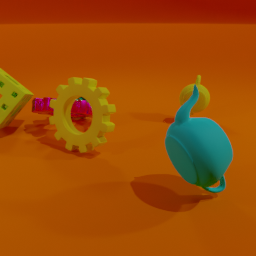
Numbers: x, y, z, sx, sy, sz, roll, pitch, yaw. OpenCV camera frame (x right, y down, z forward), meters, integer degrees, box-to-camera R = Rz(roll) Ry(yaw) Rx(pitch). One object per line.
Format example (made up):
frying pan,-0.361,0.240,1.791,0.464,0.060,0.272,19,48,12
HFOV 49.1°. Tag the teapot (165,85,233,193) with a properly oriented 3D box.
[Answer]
teapot,1.121,0.257,4.339,0.877,1.791,1.114,-27,15,-13

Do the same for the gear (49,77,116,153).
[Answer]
gear,-0.995,-0.275,5.933,1.553,1.553,0.287,12,10,28

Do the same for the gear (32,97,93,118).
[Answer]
gear,-1.585,-0.501,7.267,1.703,0.315,1.703,3,-3,0

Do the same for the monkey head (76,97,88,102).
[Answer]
monkey head,-1.177,-0.817,8.308,1.012,0.610,0.728,-25,-10,-41

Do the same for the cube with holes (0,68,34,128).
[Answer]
cube with holes,-3.189,-0.759,6.867,1.088,1.088,1.088,39,-1,-10

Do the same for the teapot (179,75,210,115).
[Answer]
teapot,1.766,-0.792,7.521,0.793,1.275,0.624,10,28,4
